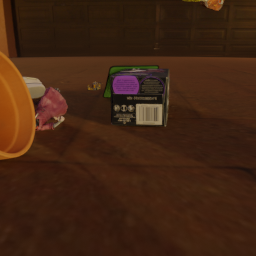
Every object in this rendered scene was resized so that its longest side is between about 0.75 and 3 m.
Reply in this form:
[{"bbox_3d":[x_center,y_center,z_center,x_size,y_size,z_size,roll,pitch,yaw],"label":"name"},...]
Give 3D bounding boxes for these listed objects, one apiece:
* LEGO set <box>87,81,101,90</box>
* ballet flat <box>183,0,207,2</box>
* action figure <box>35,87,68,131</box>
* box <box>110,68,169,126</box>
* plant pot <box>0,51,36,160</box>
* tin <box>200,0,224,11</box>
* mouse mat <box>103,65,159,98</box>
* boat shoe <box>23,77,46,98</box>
[{"bbox_3d":[-1.722,-2.199,14.260,0.590,0.445,0.767,10,20,29],"label":"LEGO set"},{"bbox_3d":[2.365,-4.030,8.239,1.496,0.500,0.501,-20,-38,28],"label":"ballet flat"},{"bbox_3d":[-2.428,-0.404,7.806,1.219,1.097,1.637,-29,21,43],"label":"action figure"},{"bbox_3d":[0.480,-1.095,8.988,1.658,1.438,2.712,3,17,9],"label":"box"},{"bbox_3d":[-3.218,-0.354,5.746,1.610,2.300,2.300,-14,15,11],"label":"plant pot"},{"bbox_3d":[2.793,-4.266,9.235,1.127,0.631,0.236,-6,31,-41],"label":"tin"},{"bbox_3d":[0.048,-1.819,11.203,1.907,0.089,2.370,-4,-21,-15],"label":"mouse mat"},{"bbox_3d":[-4.671,-1.711,11.422,2.535,0.912,0.833,-12,54,-38],"label":"boat shoe"}]
